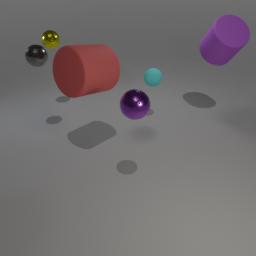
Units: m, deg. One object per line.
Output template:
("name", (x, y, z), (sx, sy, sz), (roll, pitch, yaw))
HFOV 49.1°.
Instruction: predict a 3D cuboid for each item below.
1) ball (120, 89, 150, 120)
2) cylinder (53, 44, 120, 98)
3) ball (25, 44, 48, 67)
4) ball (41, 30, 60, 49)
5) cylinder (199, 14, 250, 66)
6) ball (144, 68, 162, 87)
("ball", (0.160, -0.535, 6.389), (0.700, 0.700, 0.700), (0, 30, 0))
("cylinder", (-1.183, -1.664, 8.055), (1.400, 1.400, 1.400), (22, 27, 33))
("ball", (-2.916, -2.303, 8.936), (0.700, 0.700, 0.700), (0, 30, 0))
("ball", (-2.967, -3.387, 10.748), (0.700, 0.700, 0.700), (0, 30, 0))
("cylinder", (3.663, -3.337, 10.753), (1.400, 1.400, 1.400), (3, 74, -9))
("ball", (0.956, -1.932, 10.727), (0.700, 0.700, 0.700), (0, 30, 0))
